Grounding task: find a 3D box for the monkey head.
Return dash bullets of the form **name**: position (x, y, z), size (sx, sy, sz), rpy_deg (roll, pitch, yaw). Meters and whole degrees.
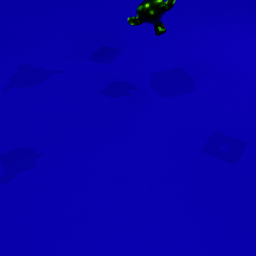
- **monkey head**: position (0.666, -2.821, 7.107), size (1.273, 0.916, 0.767), rpy_deg (-21, 9, 18)
